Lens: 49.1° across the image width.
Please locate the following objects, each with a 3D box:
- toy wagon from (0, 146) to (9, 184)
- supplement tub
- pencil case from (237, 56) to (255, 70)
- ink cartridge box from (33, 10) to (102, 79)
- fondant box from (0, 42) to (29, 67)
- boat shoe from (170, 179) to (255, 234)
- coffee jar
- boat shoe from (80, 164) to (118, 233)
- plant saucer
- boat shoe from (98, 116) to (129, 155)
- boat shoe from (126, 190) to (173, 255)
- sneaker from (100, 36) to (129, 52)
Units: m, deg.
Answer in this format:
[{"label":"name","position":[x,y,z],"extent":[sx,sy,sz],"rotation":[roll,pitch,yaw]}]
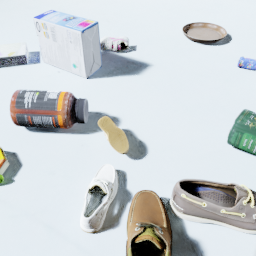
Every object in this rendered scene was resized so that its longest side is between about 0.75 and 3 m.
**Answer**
[{"label":"toy wagon","position":[-4.176,1.126,7.372],"extent":[1.892,0.374,1.468],"rotation":[-24,47,-24]},{"label":"supplement tub","position":[-2.366,-0.565,8.648],"extent":[2.209,1.181,1.181],"rotation":[3,42,2]},{"label":"pencil case","position":[5.062,-2.643,11.486],"extent":[1.100,0.478,0.429],"rotation":[14,34,14]},{"label":"ink cartridge box","position":[-2.551,-3.457,11.245],"extent":[2.912,1.987,1.112],"rotation":[22,47,23]},{"label":"fondant box","position":[-5.189,-3.135,12.019],"extent":[1.682,0.490,1.214],"rotation":[-10,43,-10]},{"label":"boat shoe","position":[2.360,1.699,6.393],"extent":[2.726,0.811,0.979],"rotation":[7,40,7]},{"label":"coffee jar","position":[4.043,0.379,7.737],"extent":[2.299,0.981,1.199],"rotation":[27,41,27]},{"label":"boat shoe","position":[-0.655,1.517,6.724],"extent":[0.672,0.658,1.897],"rotation":[7,42,7]},{"label":"plant saucer","position":[3.742,-4.679,13.847],"extent":[2.167,0.348,2.167],"rotation":[1,42,-1]},{"label":"boat shoe","position":[-0.355,0.250,8.163],"extent":[0.538,0.505,1.460],"rotation":[-35,54,-1]},{"label":"boat shoe","position":[0.468,2.322,5.592],"extent":[1.030,0.973,2.863],"rotation":[0,42,0]},{"label":"sneaker","position":[-0.606,-3.769,12.630],"extent":[1.513,0.615,0.667],"rotation":[-11,41,-11]}]
